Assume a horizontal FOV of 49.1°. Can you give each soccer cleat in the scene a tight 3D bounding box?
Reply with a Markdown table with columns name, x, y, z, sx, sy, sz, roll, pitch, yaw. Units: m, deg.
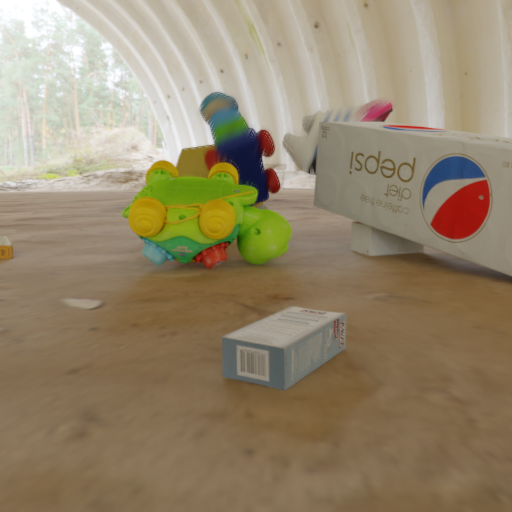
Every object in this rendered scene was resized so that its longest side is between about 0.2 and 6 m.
| name | x | y | z | sx | sy | sz | roll | pitch | yaw |
| --- | --- | --- | --- | --- | --- | --- | --- | --- | --- |
| soccer cleat | 1.623 | -2.598 | 11.076 | 2.610 | 1.127 | 0.912 | -37 | -17 | -27 |

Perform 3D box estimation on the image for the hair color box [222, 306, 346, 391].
| name | x | y | z | sx | sy | sz | roll | pitch | yaw |
| --- | --- | --- | --- | --- | --- | --- | --- | --- | --- |
| hair color box | 0.236 | 0.637 | 4.084 | 0.502 | 0.307 | 1.014 | 5 | 11 | 31 |

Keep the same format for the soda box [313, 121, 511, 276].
| name | x | y | z | sx | sy | sz | roll | pitch | yaw |
| --- | --- | --- | --- | --- | --- | --- | --- | --- | --- |
| soda box | 2.895 | -1.061 | 8.575 | 1.513 | 1.618 | 4.752 | -7 | 20 | -30 |

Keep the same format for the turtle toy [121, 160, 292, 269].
| name | x | y | z | sx | sy | sz | roll | pitch | yaw |
| --- | --- | --- | --- | --- | --- | --- | --- | --- | --- |
| turtle toy | -0.726 | -0.498 | 8.357 | 2.547 | 1.287 | 1.856 | 3 | 31 | 0 |

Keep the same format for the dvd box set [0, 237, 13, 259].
| name | x | y | z | sx | sy | sz | roll | pitch | yaw |
| --- | --- | --- | --- | --- | --- | --- | --- | --- | --- |
| dvd box set | -5.036 | -0.097 | 9.258 | 1.795 | 0.264 | 1.314 | -4 | 9 | -28 |

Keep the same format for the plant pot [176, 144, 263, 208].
| name | x | y | z | sx | sy | sz | roll | pitch | yaw |
| --- | --- | --- | --- | --- | --- | --- | --- | --- | --- |
| plant pot | -0.949 | -1.693 | 13.431 | 1.936 | 1.708 | 1.937 | -5 | -3 | 13 |

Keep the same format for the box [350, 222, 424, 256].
| name | x | y | z | sx | sy | sz | roll | pitch | yaw |
| --- | --- | --- | --- | --- | --- | --- | --- | --- | --- |
| box | 2.309 | -0.327 | 9.868 | 1.090 | 0.531 | 0.678 | -3 | 10 | -19 |

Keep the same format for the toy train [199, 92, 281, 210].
| name | x | y | z | sx | sy | sz | roll | pitch | yaw |
| --- | --- | --- | --- | --- | --- | --- | --- | --- | --- |
| toy train | -0.348 | -1.652 | 10.837 | 1.207 | 1.651 | 2.852 | -21 | -33 | -5 |
